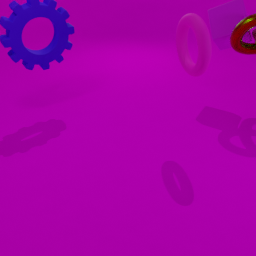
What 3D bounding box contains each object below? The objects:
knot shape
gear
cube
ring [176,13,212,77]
[{"bbox_3d":[3.664,-2.288,7.428,1.915,0.946,2.047,22,9,-15],"label":"knot shape"},{"bbox_3d":[-2.427,-2.541,7.611,1.941,1.941,0.359,-20,45,-29],"label":"gear"},{"bbox_3d":[3.075,-3.072,8.423,0.991,0.991,0.991,-11,-11,29],"label":"cube"},{"bbox_3d":[1.391,-1.773,6.056,0.266,1.330,1.330,-14,35,-10],"label":"ring"}]
